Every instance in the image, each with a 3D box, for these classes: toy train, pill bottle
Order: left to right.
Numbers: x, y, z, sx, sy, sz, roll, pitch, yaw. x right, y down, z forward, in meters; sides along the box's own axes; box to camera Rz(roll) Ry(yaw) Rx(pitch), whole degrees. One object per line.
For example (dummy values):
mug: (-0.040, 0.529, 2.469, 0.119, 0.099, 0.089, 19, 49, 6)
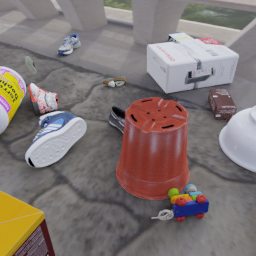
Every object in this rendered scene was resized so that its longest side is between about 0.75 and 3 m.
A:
pill bottle: (-4.237, -0.688, 8.634, 1.444, 1.444, 2.771, 0, 38, 0)
toy train: (1.081, 1.662, 6.341, 1.300, 0.550, 0.752, -6, 27, -8)

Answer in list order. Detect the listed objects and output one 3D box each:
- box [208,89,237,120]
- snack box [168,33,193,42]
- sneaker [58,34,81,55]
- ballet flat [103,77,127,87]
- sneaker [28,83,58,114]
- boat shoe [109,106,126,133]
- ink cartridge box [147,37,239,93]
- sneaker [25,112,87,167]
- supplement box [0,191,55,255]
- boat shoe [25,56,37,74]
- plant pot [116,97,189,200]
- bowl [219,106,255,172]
box: (3.218, -0.843, 9.662, 0.656, 0.491, 1.311, 1, 39, 1)
snack box: (2.909, -4.577, 14.740, 0.963, 0.307, 1.657, -12, 39, -15)
sneaker: (-2.984, -4.209, 13.902, 0.667, 0.738, 1.732, 12, 39, 15)
ballet flat: (-0.490, -1.804, 11.125, 0.987, 0.335, 0.357, -11, 57, -20)
sneaker: (-3.001, -1.109, 9.961, 0.887, 0.553, 1.656, -13, 42, -18)
boat shoe: (-0.001, -0.172, 8.475, 0.608, 0.518, 1.818, -23, 34, -33)
ink cartridge box: (2.481, -2.610, 11.353, 2.981, 1.235, 2.188, -11, 38, -14)
sneaker: (-2.325, 0.233, 8.101, 1.485, 0.817, 2.028, 17, 46, 41)
supplement box: (-2.162, 2.236, 4.698, 1.007, 1.517, 1.497, 17, 40, 21)
boat shoe: (-3.928, -2.561, 11.314, 0.286, 0.765, 0.254, -29, 37, -5)
plant pot: (0.640, 0.391, 6.860, 1.925, 1.872, 1.925, 0, 36, 0)
bowl: (3.924, 0.101, 7.895, 2.467, 1.109, 2.467, 1, 37, 0)
